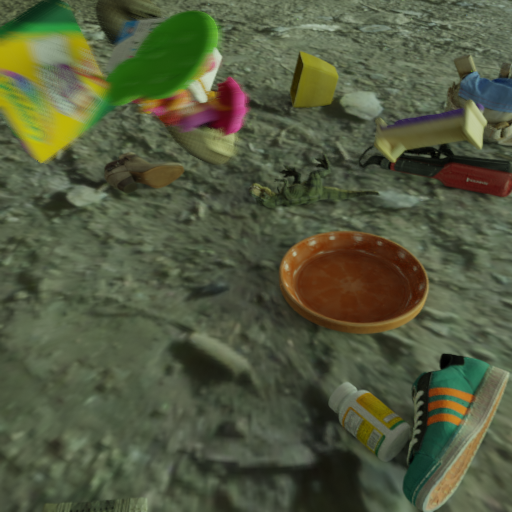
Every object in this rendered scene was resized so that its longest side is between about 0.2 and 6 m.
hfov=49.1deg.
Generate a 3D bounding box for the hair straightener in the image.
[{"bbox_3d":[3.778,-1.935,11.895,3.147,0.644,1.211,8,38,18],"label":"hair straightener"}]

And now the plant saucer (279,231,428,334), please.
[{"bbox_3d":[1.522,0.405,8.913,2.325,0.375,2.325,-1,38,1],"label":"plant saucer"}]

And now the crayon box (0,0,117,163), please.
[{"bbox_3d":[-2.743,-2.249,7.286,0.464,1.593,1.374,32,66,32],"label":"crayon box"}]

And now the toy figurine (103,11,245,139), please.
[{"bbox_3d":[-0.663,-1.595,5.691,1.295,1.192,0.972,-23,59,19],"label":"toy figurine"}]

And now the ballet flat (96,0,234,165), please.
[{"bbox_3d":[-1.133,-2.568,8.233,0.698,3.013,1.015,-8,43,36],"label":"ballet flat"}]

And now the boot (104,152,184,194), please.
[{"bbox_3d":[-2.398,-1.827,11.649,1.510,0.530,1.104,-21,45,-20],"label":"boot"}]

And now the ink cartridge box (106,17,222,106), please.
[{"bbox_3d":[-1.060,-2.256,6.544,0.995,0.719,0.732,7,71,28],"label":"ink cartridge box"}]

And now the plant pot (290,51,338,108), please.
[{"bbox_3d":[1.557,-4.625,14.923,1.022,1.158,1.158,7,37,-9],"label":"plant pot"}]

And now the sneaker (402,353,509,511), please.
[{"bbox_3d":[2.145,1.970,6.591,0.923,0.825,2.311,21,37,32],"label":"sneaker"}]

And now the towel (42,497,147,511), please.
[{"bbox_3d":[-1.695,3.060,5.645,1.180,0.212,1.226,-4,40,0],"label":"towel"}]

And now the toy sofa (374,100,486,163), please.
[{"bbox_3d":[2.884,-2.172,9.378,1.691,0.700,0.825,-1,72,41],"label":"toy sofa"}]

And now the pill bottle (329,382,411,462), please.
[{"bbox_3d":[1.340,1.964,6.750,0.530,0.530,0.939,-27,44,-31],"label":"pill bottle"}]

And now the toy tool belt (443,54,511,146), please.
[{"bbox_3d":[5.825,-3.543,12.884,2.869,1.763,1.791,20,42,24],"label":"toy tool belt"}]

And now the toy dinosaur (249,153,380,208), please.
[{"bbox_3d":[1.070,-1.440,11.153,2.552,0.606,1.125,-5,52,-7],"label":"toy dinosaur"}]
